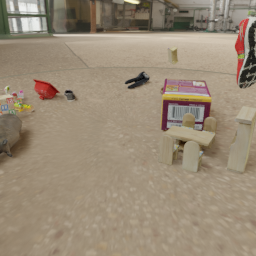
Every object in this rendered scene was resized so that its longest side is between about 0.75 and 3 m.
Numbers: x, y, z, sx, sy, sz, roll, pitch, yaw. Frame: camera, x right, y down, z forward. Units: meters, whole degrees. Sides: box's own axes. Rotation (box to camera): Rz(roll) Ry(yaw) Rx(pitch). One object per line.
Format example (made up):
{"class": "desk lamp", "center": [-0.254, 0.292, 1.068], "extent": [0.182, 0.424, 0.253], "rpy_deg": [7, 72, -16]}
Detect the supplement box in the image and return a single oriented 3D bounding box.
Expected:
{"class": "supplement box", "center": [2.119, -0.918, 10.523], "extent": [1.671, 1.317, 2.552], "rpy_deg": [4, 24, 9]}

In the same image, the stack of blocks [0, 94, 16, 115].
{"class": "stack of blocks", "center": [-5.059, -0.609, 10.303], "extent": [1.641, 0.945, 0.481], "rpy_deg": [-16, 29, -33]}

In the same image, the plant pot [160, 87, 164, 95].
{"class": "plant pot", "center": [2.058, -1.518, 12.817], "extent": [1.165, 0.538, 1.165], "rpy_deg": [-2, 28, 1]}

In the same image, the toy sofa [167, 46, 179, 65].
{"class": "toy sofa", "center": [2.186, -3.539, 13.586], "extent": [0.340, 0.822, 0.401], "rpy_deg": [-34, 47, -20]}

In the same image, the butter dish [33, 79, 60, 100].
{"class": "butter dish", "center": [-3.908, -1.699, 13.091], "extent": [1.066, 0.788, 1.063], "rpy_deg": [16, -13, 21]}

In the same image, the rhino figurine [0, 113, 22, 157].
{"class": "rhino figurine", "center": [-3.900, 0.252, 8.569], "extent": [1.154, 0.789, 2.639], "rpy_deg": [-6, 26, -13]}

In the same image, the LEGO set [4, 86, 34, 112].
{"class": "LEGO set", "center": [-4.801, -1.289, 12.015], "extent": [0.998, 0.807, 2.169], "rpy_deg": [-14, 27, -28]}

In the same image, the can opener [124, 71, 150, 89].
{"class": "can opener", "center": [0.527, -2.549, 15.338], "extent": [0.648, 0.804, 2.045], "rpy_deg": [46, 39, 5]}

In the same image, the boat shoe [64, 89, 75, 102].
{"class": "boat shoe", "center": [-2.776, -1.651, 13.342], "extent": [0.472, 0.403, 1.413], "rpy_deg": [-7, 25, -16]}

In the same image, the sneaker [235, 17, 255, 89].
{"class": "sneaker", "center": [4.059, -2.522, 9.505], "extent": [0.905, 2.350, 0.998], "rpy_deg": [-8, 28, -11]}

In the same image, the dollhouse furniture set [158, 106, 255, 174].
{"class": "dollhouse furniture set", "center": [2.234, 0.122, 7.904], "extent": [2.303, 1.530, 2.019], "rpy_deg": [13, 27, 27]}
